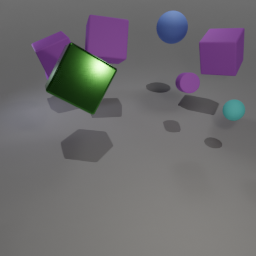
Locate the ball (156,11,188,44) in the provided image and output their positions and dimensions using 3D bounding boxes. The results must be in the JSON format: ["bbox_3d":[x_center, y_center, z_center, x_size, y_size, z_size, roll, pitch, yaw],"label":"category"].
[{"bbox_3d":[1.983,-4.517,12.600,1.400,1.400,1.400,0,30,0],"label":"ball"}]

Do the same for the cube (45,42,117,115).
[{"bbox_3d":[-1.364,-1.379,7.832,1.400,1.400,1.400,27,3,-21],"label":"cube"}]

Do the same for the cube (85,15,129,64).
[{"bbox_3d":[-0.833,-3.210,10.373,1.400,1.400,1.400,3,5,-13],"label":"cube"}]

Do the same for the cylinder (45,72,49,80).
[{"bbox_3d":[-3.482,-2.603,13.194,0.700,0.700,0.700,-14,33,-23],"label":"cylinder"}]

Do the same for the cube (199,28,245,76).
[{"bbox_3d":[3.761,-3.051,11.199,1.400,1.400,1.400,10,43,30],"label":"cube"}]

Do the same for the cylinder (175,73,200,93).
[{"bbox_3d":[2.079,-1.589,9.822,0.700,0.700,0.700,-2,11,-3],"label":"cylinder"}]

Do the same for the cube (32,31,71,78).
[{"bbox_3d":[-2.962,-2.980,11.618,1.400,1.400,1.400,-27,36,-10],"label":"cube"}]

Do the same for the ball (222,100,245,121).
[{"bbox_3d":[3.474,-0.585,9.204,0.700,0.700,0.700,0,30,0],"label":"ball"}]
